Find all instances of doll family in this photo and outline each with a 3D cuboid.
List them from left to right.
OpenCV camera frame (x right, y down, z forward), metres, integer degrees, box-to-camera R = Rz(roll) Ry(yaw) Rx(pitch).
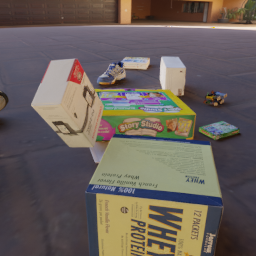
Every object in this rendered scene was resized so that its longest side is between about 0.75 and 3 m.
[{"bbox_3d":[3.383,-1.200,11.026,1.122,0.440,0.648,-16,24,-41],"label":"doll family"}]

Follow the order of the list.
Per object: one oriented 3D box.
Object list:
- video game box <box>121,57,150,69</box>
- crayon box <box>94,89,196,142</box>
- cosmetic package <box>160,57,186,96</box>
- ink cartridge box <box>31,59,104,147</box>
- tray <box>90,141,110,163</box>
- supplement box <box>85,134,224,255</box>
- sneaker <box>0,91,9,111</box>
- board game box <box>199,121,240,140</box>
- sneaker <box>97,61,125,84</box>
[{"bbox_3d":[0.450,-3.986,17.131,1.586,0.408,1.741,7,25,8],"label":"video game box"},{"bbox_3d":[0.200,-0.482,8.674,2.988,0.871,2.578,-1,24,-9],"label":"crayon box"},{"bbox_3d":[1.973,-2.403,12.655,0.905,1.243,2.445,1,23,3],"label":"cosmetic package"},{"bbox_3d":[-1.119,-0.443,5.709,0.648,1.554,1.128,-1,57,19],"label":"ink cartridge box"},{"bbox_3d":[-0.636,0.577,7.395,0.713,0.147,1.327,-7,26,-15],"label":"tray"},{"bbox_3d":[0.468,1.130,4.802,1.908,1.281,1.906,4,25,8],"label":"supplement box"},{"bbox_3d":[-5.005,-0.425,8.803,1.068,0.996,2.694,30,43,32],"label":"sneaker"},{"bbox_3d":[2.781,0.060,8.530,1.017,0.148,0.684,-13,27,-27],"label":"board game box"},{"bbox_3d":[-0.853,-2.735,13.759,0.783,0.916,2.079,14,29,25],"label":"sneaker"}]
